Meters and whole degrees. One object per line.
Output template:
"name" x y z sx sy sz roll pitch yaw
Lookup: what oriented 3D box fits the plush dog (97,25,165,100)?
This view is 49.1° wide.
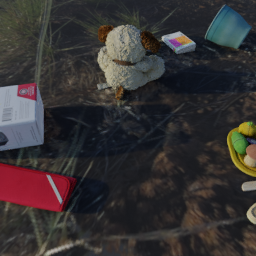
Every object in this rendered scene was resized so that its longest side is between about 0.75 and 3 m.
"plush dog" -0.103 -2.662 10.541 2.875 2.470 2.307 13 48 13

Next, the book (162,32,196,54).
"book" 2.414 -4.108 13.432 0.989 0.356 1.481 -18 48 -14

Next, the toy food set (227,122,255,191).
"toy food set" 3.962 0.644 8.531 1.454 0.807 2.472 1 47 1

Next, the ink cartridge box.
"ink cartridge box" -4.260 -0.310 9.183 2.765 1.184 2.041 -10 47 -6

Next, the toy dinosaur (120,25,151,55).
"toy dinosaur" 0.298 -3.679 12.504 1.729 1.301 2.547 15 24 -8

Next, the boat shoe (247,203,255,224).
"boat shoe" 3.838 2.033 7.415 1.540 0.500 0.556 -18 49 -17

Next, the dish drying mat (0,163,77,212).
"dish drying mat" -3.060 1.605 7.984 2.976 0.271 1.143 10 48 9

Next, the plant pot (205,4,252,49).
"plant pot" 4.746 -4.559 13.058 1.588 1.690 1.690 35 54 11
